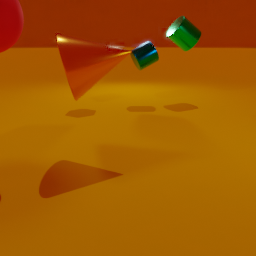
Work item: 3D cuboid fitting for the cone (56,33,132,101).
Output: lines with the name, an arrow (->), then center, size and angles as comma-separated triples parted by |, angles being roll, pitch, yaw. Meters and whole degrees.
cone -> -0.615, -1.468, 6.022 | 1.462, 1.457, 1.457 | -15, 20, -5

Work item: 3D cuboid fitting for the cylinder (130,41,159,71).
cylinder -> 0.666, -2.921, 11.360 | 0.881, 0.881, 0.881 | -30, 22, -4

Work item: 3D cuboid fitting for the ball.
ball -> -2.604, -2.022, 5.039 | 1.361, 1.361, 1.361 | 0, 18, 0

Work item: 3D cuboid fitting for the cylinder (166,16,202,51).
cylinder -> 2.344, -3.953, 11.765 | 1.052, 1.052, 1.052 | 32, 7, -22
